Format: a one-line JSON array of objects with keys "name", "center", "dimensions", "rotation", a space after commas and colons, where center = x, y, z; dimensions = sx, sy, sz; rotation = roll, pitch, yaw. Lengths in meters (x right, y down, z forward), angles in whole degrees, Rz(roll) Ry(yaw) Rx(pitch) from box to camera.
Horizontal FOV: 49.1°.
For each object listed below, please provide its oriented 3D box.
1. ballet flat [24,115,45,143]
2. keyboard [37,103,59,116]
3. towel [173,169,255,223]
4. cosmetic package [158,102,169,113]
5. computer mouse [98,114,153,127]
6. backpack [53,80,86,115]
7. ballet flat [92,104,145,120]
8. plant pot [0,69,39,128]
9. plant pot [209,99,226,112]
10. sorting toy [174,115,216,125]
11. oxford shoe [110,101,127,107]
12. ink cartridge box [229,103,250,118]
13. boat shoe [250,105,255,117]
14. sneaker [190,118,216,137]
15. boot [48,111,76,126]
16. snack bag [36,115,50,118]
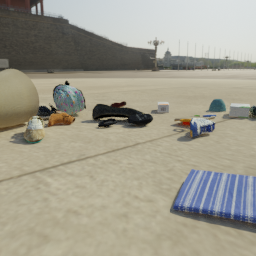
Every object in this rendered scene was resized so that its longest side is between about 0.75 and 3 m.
[{"name": "ballet flat", "center": [-3.245, -0.040, 9.700], "dimensions": [0.717, 0.664, 2.035], "rotation": [-3, 14, -19]}, {"name": "keyboard", "center": [-3.945, -0.941, 13.354], "dimensions": [1.060, 0.403, 2.036], "rotation": [-4, 16, -28]}, {"name": "towel", "center": [2.120, 1.270, 5.072], "dimensions": [2.268, 0.270, 1.642], "rotation": [4, 16, 23]}, {"name": "cosmetic package", "center": [1.882, -1.118, 14.984], "dimensions": [0.602, 0.423, 1.186], "rotation": [1, 12, 5]}, {"name": "computer mouse", "center": [-0.076, -0.205, 11.361], "dimensions": [2.291, 0.390, 0.672], "rotation": [-8, 26, -9]}, {"name": "backpack", "center": [-2.935, -1.336, 13.934], "dimensions": [1.254, 1.653, 1.980], "rotation": [-30, 30, -26]}, {"name": "ballet flat", "center": [-0.313, -0.528, 12.386], "dimensions": [2.636, 0.749, 0.876], "rotation": [9, -13, 15]}, {"name": "plant pot", "center": [-5.040, -0.901, 10.551], "dimensions": [2.285, 2.285, 2.439], "rotation": [5, 21, 20]}, {"name": "plant pot", "center": [4.846, -1.245, 15.127], "dimensions": [0.910, 0.613, 0.910], "rotation": [-1, 13, 0]}, {"name": "sorting toy", "center": [2.767, -0.300, 11.647], "dimensions": [1.325, 0.321, 2.353], "rotation": [3, 8, 41]}, {"name": "oxford shoe", "center": [-0.554, -1.289, 16.188], "dimensions": [0.950, 0.335, 0.355], "rotation": [-8, -16, -9]}, {"name": "ink cartridge box", "center": [5.447, -0.873, 13.660], "dimensions": [0.888, 0.535, 1.223], "rotation": [6, 15, 22]}, {"name": "boat shoe", "center": [6.064, -0.822, 13.333], "dimensions": [0.482, 0.583, 1.557], "rotation": [6, 13, 18]}, {"name": "sneaker", "center": [2.668, -0.066, 9.927], "dimensions": [0.730, 0.623, 1.656], "rotation": [6, 15, 26]}, {"name": "boot", "center": [-2.733, -0.312, 11.567], "dimensions": [0.875, 0.417, 1.131], "rotation": [20, 35, 5]}, {"name": "snack bag", "center": [-4.758, -0.646, 13.288], "dimensions": [2.067, 0.221, 1.949], "rotation": [10, 15, 37]}]
